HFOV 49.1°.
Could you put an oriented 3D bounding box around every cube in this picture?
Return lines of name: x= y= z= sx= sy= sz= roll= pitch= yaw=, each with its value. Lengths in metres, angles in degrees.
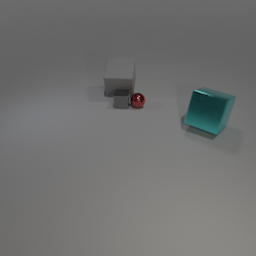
cube: x=-0.278 y=-1.371 z=13.256 sx=0.700 sy=0.700 sz=0.700 roll=4 pitch=33 yaw=7
cube: x=3.298 y=-0.734 z=11.258 sx=1.400 sy=1.400 sz=1.400 roll=23 pitch=23 yaw=27
cube: x=-0.378 y=-2.508 z=13.992 sx=1.400 sy=1.400 sz=1.400 roll=3 pitch=56 yaw=5

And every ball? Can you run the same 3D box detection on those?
ball: x=0.461 y=-1.304 z=13.145 sx=0.700 sy=0.700 sz=0.700 roll=0 pitch=33 yaw=0
